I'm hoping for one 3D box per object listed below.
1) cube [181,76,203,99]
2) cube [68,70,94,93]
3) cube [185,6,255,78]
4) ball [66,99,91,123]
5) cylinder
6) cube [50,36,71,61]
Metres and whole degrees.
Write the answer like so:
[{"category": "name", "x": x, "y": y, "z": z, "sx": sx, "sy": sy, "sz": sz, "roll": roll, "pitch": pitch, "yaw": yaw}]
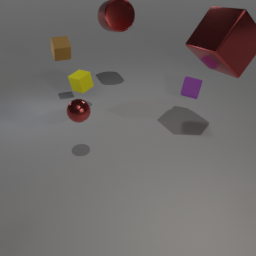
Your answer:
[{"category": "cube", "x": 2.581, "y": -1.632, "z": 11.406, "sx": 0.700, "sy": 0.700, "sz": 0.700, "roll": 17, "pitch": 2, "yaw": 12}, {"category": "cube", "x": -2.028, "y": -2.015, "z": 12.107, "sx": 0.700, "sy": 0.700, "sz": 0.700, "roll": 19, "pitch": 47, "yaw": 35}, {"category": "cube", "x": 2.906, "y": -2.581, "z": 8.404, "sx": 1.400, "sy": 1.400, "sz": 1.400, "roll": 30, "pitch": 8, "yaw": -36}, {"category": "ball", "x": -1.447, "y": -0.507, "z": 8.215, "sx": 0.700, "sy": 0.700, "sz": 0.700, "roll": 0, "pitch": 32, "yaw": 0}, {"category": "cylinder", "x": -0.564, "y": -5.149, "z": 12.844, "sx": 1.400, "sy": 1.400, "sz": 1.400, "roll": -11, "pitch": 22, "yaw": -17}, {"category": "cube", "x": -2.805, "y": -3.324, "z": 11.719, "sx": 0.700, "sy": 0.700, "sz": 0.700, "roll": -12, "pitch": 60, "yaw": -19}]
